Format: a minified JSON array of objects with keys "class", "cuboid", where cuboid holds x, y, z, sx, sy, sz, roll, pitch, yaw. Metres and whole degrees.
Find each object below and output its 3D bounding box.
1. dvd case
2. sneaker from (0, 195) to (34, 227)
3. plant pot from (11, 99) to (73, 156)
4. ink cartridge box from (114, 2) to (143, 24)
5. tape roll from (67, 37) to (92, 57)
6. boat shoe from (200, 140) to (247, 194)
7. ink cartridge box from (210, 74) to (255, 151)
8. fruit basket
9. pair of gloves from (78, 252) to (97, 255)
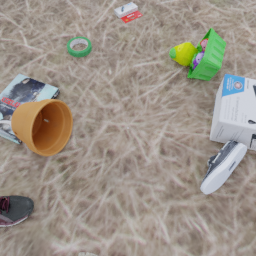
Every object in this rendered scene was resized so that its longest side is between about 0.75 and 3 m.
[{"class":"dvd case","cuboid":[-3.999,-0.794,10.329,1.886,0.284,2.584,22,61,13]},{"class":"sneaker","cuboid":[-3.944,2.215,7.795,2.338,1.350,0.885,-7,58,-4]},{"class":"plant pot","cuboid":[-2.884,-0.107,9.145,1.281,1.831,1.831,13,57,28]},{"class":"ink cartridge box","cuboid":[0.032,-5.494,13.309,1.060,0.237,0.934,-31,62,-18]},{"class":"tape roll","cuboid":[-2.088,-3.489,12.037,1.048,0.252,1.048,0,58,-1]},{"class":"boat shoe","cuboid":[2.861,1.171,8.840,2.054,0.737,0.696,-47,45,-12]},{"class":"ink cartridge box","cuboid":[4.522,-0.414,9.501,2.986,1.257,2.159,13,59,8]},{"class":"fruit basket","cuboid":[2.701,-2.980,11.148,2.051,1.479,2.051,8,62,-15]},{"class":"pair of gloves","cuboid":[-0.630,4.138,7.206,1.854,0.325,1.576,7,62,9]}]
